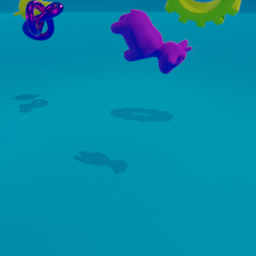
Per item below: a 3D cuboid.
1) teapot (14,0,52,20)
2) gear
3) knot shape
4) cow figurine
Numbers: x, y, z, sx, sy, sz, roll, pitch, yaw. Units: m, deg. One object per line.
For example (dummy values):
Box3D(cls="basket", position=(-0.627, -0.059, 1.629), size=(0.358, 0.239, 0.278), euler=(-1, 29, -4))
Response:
Box3D(cls="teapot", position=(-2.695, -3.418, 8.015), size=(1.172, 0.729, 0.574), euler=(-23, 27, -10))
Box3D(cls="gear", position=(1.588, -2.997, 6.097), size=(1.817, 1.817, 0.336), euler=(11, 68, 22))
Box3D(cls="knot shape", position=(-2.201, -2.896, 7.357), size=(1.212, 0.599, 1.296), euler=(-47, 2, -13))
Box3D(cls="cow figurine", position=(0.353, -1.279, 4.110), size=(1.014, 1.030, 0.566), euler=(4, 46, 43))
